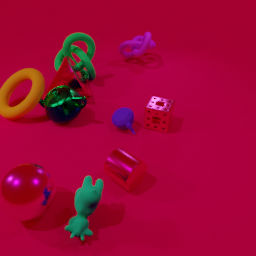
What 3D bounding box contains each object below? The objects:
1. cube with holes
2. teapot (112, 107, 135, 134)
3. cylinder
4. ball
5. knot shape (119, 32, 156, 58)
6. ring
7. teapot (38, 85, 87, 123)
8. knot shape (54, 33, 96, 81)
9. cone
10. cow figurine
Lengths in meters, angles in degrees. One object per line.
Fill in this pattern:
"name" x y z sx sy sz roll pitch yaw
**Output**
"cube with holes" 0.975 -0.430 8.677 0.742 0.742 0.742 13 39 16
"teapot" -0.103 -0.236 8.611 0.714 0.562 1.149 -35 46 -4
"cylinder" -0.060 1.003 6.872 0.781 0.781 0.781 30 48 32
"ball" -2.172 1.364 6.051 1.222 1.222 1.222 0 39 0
"knot shape" 0.543 -3.606 12.136 1.670 0.772 1.563 -8 23 42
"ring" -3.518 -1.143 9.154 1.876 0.375 1.876 -13 59 22
"teapot" -2.139 -0.814 8.820 2.039 0.999 1.268 1 53 26
"knot shape" -1.899 -2.742 10.591 1.835 1.717 0.848 24 31 8
"cone" -2.396 -1.443 9.943 1.616 1.610 1.610 -30 41 6
"cow figurine" -0.878 1.668 5.771 0.589 1.073 1.056 19 38 -14
